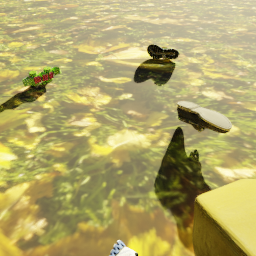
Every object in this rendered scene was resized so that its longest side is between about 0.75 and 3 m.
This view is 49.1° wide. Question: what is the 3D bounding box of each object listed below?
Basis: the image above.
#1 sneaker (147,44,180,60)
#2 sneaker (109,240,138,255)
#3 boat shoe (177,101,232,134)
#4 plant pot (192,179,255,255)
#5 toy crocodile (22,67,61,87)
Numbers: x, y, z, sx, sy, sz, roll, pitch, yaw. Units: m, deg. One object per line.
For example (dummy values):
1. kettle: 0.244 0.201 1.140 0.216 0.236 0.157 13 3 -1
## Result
1. sneaker: 1.819 -3.840 14.259 1.790 0.700 0.808 20 26 22
2. sneaker: -0.110 2.524 4.849 0.660 0.462 1.143 13 34 21
3. boat shoe: 2.274 -0.217 8.567 0.737 0.636 2.028 -14 32 -32
4. plant pot: 2.087 1.949 4.535 1.951 1.938 1.996 -15 29 -21
5. toy crocodile: -3.577 -2.132 11.679 0.526 0.575 1.704 29 44 36
